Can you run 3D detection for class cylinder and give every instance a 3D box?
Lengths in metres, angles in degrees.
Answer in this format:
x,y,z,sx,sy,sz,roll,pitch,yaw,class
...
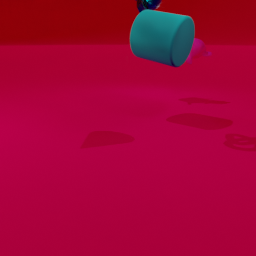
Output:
x,y,z,sx,sy,sz,roll,pitch,yaw,class
0.942,-2.446,7.643,1.311,1.311,1.311,23,28,29,cylinder

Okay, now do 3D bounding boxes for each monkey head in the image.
x,y,z,sx,sy,sz,roll,pitch,yaw,class
0.627,-4.678,9.801,1.172,1.629,0.982,37,-25,-22,monkey head
2.409,-2.772,10.136,1.206,0.868,0.727,29,-29,-17,monkey head
